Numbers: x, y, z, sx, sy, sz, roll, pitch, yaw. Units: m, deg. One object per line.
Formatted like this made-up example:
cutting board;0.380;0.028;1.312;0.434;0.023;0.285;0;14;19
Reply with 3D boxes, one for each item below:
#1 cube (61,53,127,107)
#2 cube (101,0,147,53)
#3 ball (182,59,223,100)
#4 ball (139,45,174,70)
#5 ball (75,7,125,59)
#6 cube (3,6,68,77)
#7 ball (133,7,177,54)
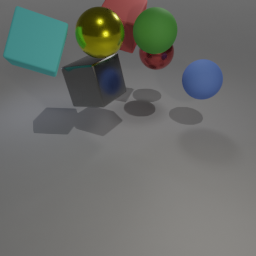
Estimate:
cube;-1.107;-1.614;9.440;1.400;1.400;1.400;5;31;35
cube;-0.219;-3.883;10.286;1.400;1.400;1.400;19;62;6
ball;2.620;-1.707;9.902;1.400;1.400;1.400;0;31;0
ball;1.138;-3.041;11.213;1.400;1.400;1.400;0;31;0
ball;-0.797;-2.698;7.974;1.400;1.400;1.400;0;31;0
cube;-2.612;-2.404;8.115;1.400;1.400;1.400;15;1;-15
ball;0.854;-3.064;8.860;1.400;1.400;1.400;0;31;0
